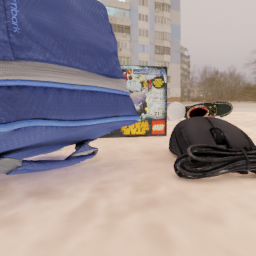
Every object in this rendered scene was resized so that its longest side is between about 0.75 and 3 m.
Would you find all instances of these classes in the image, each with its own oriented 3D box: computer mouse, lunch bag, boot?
[{"bbox_3d":[1.266,0.165,4.042,1.658,0.631,2.394,-1,4,-4],"label":"computer mouse"},{"bbox_3d":[-1.222,-0.424,3.387,2.017,1.964,2.969,-18,-5,29],"label":"lunch bag"},{"bbox_3d":[4.466,-0.868,15.319,2.934,1.059,2.216,-5,6,5],"label":"boot"}]

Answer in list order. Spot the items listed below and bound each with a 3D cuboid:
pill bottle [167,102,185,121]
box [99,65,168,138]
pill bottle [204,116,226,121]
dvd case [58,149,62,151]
[{"bbox_3d":[2.485,-0.963,16.151,1.074,1.074,1.916,-1,4,-10],"label":"pill bottle"},{"bbox_3d":[-0.315,-0.671,7.148,2.683,1.837,0.535,-2,5,-15],"label":"box"},{"bbox_3d":[3.044,-0.194,9.963,0.465,0.465,0.823,-2,5,-30],"label":"pill bottle"},{"bbox_3d":[-1.733,0.355,5.119,0.889,0.098,0.649,3,5,43],"label":"dvd case"}]
